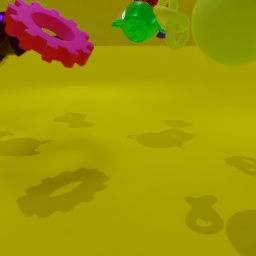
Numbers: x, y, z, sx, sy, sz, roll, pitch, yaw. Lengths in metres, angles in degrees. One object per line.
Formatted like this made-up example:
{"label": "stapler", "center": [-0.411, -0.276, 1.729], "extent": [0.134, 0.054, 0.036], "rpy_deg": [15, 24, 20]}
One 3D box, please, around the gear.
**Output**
{"label": "gear", "center": [-1.560, -1.927, 5.705], "extent": [1.767, 0.327, 1.767], "rpy_deg": [26, 33, -19]}

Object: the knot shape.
{"label": "knot shape", "center": [0.832, -1.909, 5.129], "extent": [0.489, 0.991, 1.059], "rpy_deg": [-23, 36, 14]}

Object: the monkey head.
{"label": "monkey head", "center": [-3.126, -2.394, 7.725], "extent": [1.967, 1.415, 1.185], "rpy_deg": [-43, -9, -7]}

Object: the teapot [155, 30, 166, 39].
{"label": "teapot", "center": [1.220, -3.615, 9.768], "extent": [1.358, 0.844, 0.665], "rpy_deg": [-40, 28, 14]}

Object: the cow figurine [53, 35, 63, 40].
{"label": "cow figurine", "center": [-2.088, -3.027, 10.046], "extent": [1.663, 0.928, 1.690], "rpy_deg": [-3, 25, 18]}

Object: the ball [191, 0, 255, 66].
{"label": "ball", "center": [1.701, -1.677, 4.356], "extent": [1.395, 1.395, 1.395], "rpy_deg": [0, 18, 0]}

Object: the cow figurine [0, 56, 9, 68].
{"label": "cow figurine", "center": [-4.095, -2.285, 8.235], "extent": [0.607, 1.105, 1.088], "rpy_deg": [9, 25, 28]}

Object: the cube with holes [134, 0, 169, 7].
{"label": "cube with holes", "center": [0.793, -3.937, 8.661], "extent": [0.865, 0.865, 0.865], "rpy_deg": [16, -26, -34]}

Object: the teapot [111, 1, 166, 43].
{"label": "teapot", "center": [0.365, -3.003, 8.167], "extent": [1.902, 1.183, 0.931], "rpy_deg": [14, 52, 26]}
